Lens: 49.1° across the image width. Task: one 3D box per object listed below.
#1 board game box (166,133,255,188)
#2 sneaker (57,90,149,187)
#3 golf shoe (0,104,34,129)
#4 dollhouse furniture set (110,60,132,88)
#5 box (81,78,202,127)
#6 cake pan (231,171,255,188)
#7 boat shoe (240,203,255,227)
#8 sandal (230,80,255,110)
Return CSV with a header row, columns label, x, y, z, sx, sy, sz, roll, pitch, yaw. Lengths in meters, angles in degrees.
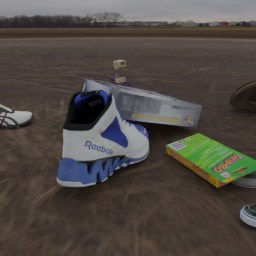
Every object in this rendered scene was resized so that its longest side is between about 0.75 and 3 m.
label,x,y,z,sx,sy,sz,roll,pitch,yaw
board game box,1.528,0.560,5.255,0.852,0.267,1.783,-18,20,-18
sneaker,-0.339,-0.018,5.149,1.004,1.436,2.486,6,15,27
golf shoe,-3.268,-0.346,7.315,1.545,0.681,0.596,-6,21,-19
dollhouse furniture set,-0.989,-1.459,9.661,1.799,1.425,1.276,-21,14,-37
box,0.295,-0.631,7.075,2.463,0.595,1.951,5,14,-33
cake pan,2.120,0.798,5.074,0.824,0.151,0.824,0,21,0
boat shoe,2.171,1.104,3.900,1.209,0.429,0.436,-2,21,-5
sandal,4.397,-0.719,8.169,2.662,1.088,0.727,11,44,9
